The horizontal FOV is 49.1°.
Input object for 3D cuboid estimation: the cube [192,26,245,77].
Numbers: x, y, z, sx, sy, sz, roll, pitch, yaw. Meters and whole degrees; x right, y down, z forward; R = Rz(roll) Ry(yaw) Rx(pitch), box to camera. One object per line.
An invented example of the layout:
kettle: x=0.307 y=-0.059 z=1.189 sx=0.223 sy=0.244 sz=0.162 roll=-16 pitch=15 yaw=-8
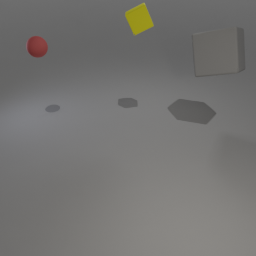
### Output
cube: x=3.081 y=-2.539 z=9.430 sx=1.400 sy=1.400 sz=1.400 roll=0 pitch=14 yaw=31

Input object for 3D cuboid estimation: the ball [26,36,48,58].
ball: x=-3.069 y=-2.737 z=9.451 sx=0.700 sy=0.700 sz=0.700 roll=0 pitch=31 yaw=0

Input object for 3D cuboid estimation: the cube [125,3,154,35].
cube: x=0.368 y=-3.552 z=9.127 sx=0.700 sy=0.700 sz=0.700 roll=-22 pitch=27 yaw=13
